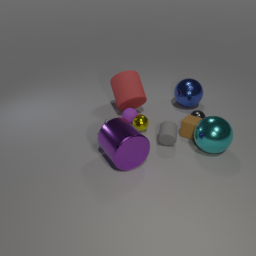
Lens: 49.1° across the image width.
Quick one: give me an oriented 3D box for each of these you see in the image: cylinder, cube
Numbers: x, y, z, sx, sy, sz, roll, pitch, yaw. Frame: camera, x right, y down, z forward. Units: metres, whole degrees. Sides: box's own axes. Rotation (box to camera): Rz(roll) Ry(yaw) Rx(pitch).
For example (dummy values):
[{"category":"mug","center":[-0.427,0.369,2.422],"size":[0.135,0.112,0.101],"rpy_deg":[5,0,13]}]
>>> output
[{"category":"cylinder","center":[0.017,-1.717,12.970],"size":[1.400,1.400,1.400],"rpy_deg":[-11,73,-18]},{"category":"cylinder","center":[-0.740,0.140,10.952],"size":[0.700,0.700,0.700],"rpy_deg":[26,83,37]},{"category":"cube","center":[2.608,-0.031,11.452],"size":[0.700,0.700,0.700],"rpy_deg":[18,34,29]},{"category":"cylinder","center":[1.544,0.195,10.798],"size":[0.700,0.700,0.700],"rpy_deg":[5,51,9]},{"category":"cylinder","center":[-0.163,0.538,9.828],"size":[1.400,1.400,1.400],"rpy_deg":[-15,34,-24]}]

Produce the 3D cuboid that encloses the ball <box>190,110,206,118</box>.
[{"category":"ball","center":[2.967,-0.407,11.943],"size":[0.700,0.700,0.700],"rpy_deg":[0,31,0]}]

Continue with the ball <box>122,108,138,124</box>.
[{"category":"ball","center":[0.088,-0.534,12.308],"size":[0.700,0.700,0.700],"rpy_deg":[0,31,0]}]

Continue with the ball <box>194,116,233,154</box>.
[{"category":"ball","center":[3.150,0.243,10.349],"size":[1.400,1.400,1.400],"rpy_deg":[0,31,0]}]

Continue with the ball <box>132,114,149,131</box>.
[{"category":"ball","center":[0.533,-0.222,11.789],"size":[0.700,0.700,0.700],"rpy_deg":[0,31,0]}]

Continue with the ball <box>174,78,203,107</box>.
[{"category":"ball","center":[2.943,-1.709,13.613],"size":[1.400,1.400,1.400],"rpy_deg":[0,31,0]}]
